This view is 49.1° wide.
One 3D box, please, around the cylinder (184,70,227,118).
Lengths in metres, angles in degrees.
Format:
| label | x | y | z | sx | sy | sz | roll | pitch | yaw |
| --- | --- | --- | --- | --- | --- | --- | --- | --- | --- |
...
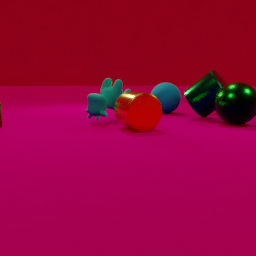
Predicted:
| label | x | y | z | sx | sy | sz | roll | pitch | yaw |
| --- | --- | --- | --- | --- | --- | --- | --- | --- | --- |
| cylinder | 2.846 | -1.197 | 9.898 | 1.232 | 1.232 | 1.232 | -39 | -12 | 29 |

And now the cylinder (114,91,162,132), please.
| label | x | y | z | sx | sy | sz | roll | pitch | yaw |
| --- | --- | --- | --- | --- | --- | --- | --- | --- | --- |
| cylinder | 0.259 | -0.477 | 7.750 | 1.027 | 1.027 | 1.027 | -4 | 11 | -23 |

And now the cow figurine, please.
| label | x | y | z | sx | sy | sz | roll | pitch | yaw |
| --- | --- | --- | --- | --- | --- | --- | --- | --- | --- |
| cow figurine | -0.647 | -0.856 | 9.359 | 0.889 | 1.594 | 1.619 | 14 | -13 | 33 |

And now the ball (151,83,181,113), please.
| label | x | y | z | sx | sy | sz | roll | pitch | yaw |
| --- | --- | --- | --- | --- | --- | --- | --- | --- | --- |
| ball | 1.579 | -1.254 | 11.766 | 1.283 | 1.283 | 1.283 | 0 | 9 | 0 |

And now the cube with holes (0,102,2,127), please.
| label | x | y | z | sx | sy | sz | roll | pitch | yaw |
| --- | --- | --- | --- | --- | --- | --- | --- | --- | --- |
| cube with holes | -4.199 | -0.375 | 8.084 | 0.733 | 0.733 | 0.733 | 6 | 11 | 33 |

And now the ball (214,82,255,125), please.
| label | x | y | z | sx | sy | sz | roll | pitch | yaw |
| --- | --- | --- | --- | --- | --- | --- | --- | --- | --- |
| ball | 3.312 | -0.742 | 8.529 | 1.301 | 1.301 | 1.301 | 0 | 9 | 0 |
